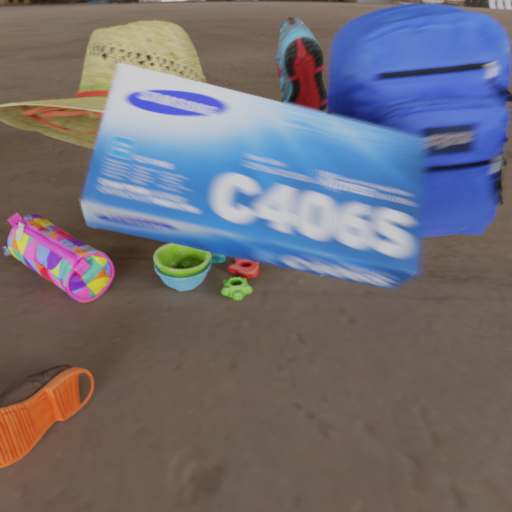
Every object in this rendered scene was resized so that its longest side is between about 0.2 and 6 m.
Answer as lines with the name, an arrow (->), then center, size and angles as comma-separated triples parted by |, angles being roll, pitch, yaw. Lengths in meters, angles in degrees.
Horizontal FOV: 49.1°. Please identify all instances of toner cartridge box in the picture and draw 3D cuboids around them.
toner cartridge box -> 0.049, -0.738, 5.545 | 3.142, 0.678, 1.493 | 11, 71, -8

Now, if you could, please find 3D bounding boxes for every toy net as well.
toy net -> -0.770, -0.329, 10.630 | 1.748, 0.644, 3.333 | 2, 31, 4

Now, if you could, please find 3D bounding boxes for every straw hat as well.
straw hat -> -1.881, -2.938, 9.690 | 4.770, 2.019, 4.770 | 7, 1, 0

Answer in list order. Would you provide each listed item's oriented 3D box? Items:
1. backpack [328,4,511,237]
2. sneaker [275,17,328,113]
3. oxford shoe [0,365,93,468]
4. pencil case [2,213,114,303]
backpack -> 2.505, -1.991, 8.366 | 2.630, 3.237, 2.716 | -7, 26, -4
sneaker -> 0.871, -3.615, 11.027 | 0.944, 2.380, 1.137 | -12, 61, -4
oxford shoe -> -2.974, 1.968, 6.866 | 0.719, 0.703, 1.973 | 9, 22, 34
pencil case -> -3.484, -0.005, 9.788 | 2.268, 1.002, 1.002 | 24, 38, 34
